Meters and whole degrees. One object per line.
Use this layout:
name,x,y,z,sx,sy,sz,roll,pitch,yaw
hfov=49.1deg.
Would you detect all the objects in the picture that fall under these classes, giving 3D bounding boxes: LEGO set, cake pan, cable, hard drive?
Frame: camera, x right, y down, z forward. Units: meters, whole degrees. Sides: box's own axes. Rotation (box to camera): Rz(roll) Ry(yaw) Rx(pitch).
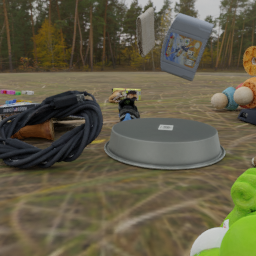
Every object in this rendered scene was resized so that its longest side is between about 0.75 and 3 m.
LEGO set,-4.846,-1.343,12.745,0.742,0.689,1.807,8,9,17
cake pan,0.833,0.230,6.556,2.779,0.510,2.779,0,14,0
cable,-1.757,0.099,5.997,2.555,0.649,2.085,-16,41,-2
hard drive,4.656,-0.313,8.915,1.369,0.429,2.029,-4,14,-16

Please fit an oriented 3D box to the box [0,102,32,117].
box,-3.768,-0.639,10.356,1.899,0.379,1.300,9,16,32

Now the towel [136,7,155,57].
towel,0.555,-2.931,8.633,0.226,1.313,0.870,18,48,23

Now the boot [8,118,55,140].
boot,-2.611,0.063,7.166,1.283,0.611,1.658,-8,7,-26

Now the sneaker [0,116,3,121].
sneaker,-4.697,-0.488,8.605,1.177,1.018,2.688,-15,19,-31

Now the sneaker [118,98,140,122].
sneaker,0.054,-0.590,9.156,0.734,0.858,2.070,2,14,0

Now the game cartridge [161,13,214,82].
game cartridge,1.888,-2.714,9.596,1.402,2.105,0.437,19,42,7

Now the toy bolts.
toy bolts,4.249,-1.639,10.753,1.730,2.382,2.494,-13,-14,-14

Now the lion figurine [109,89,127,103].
lion figurine,-0.604,-1.540,13.775,0.910,0.538,1.485,-7,15,27

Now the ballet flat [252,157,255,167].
ballet flat,2.638,0.636,5.479,0.854,0.289,0.309,-9,-4,-34

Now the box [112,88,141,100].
box,-0.101,-1.763,14.594,1.518,0.571,0.380,5,14,23

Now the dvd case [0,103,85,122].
dvd case,-2.334,-0.414,8.106,1.610,0.265,2.142,-2,-5,33

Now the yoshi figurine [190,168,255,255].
yoshi figurine,1.274,0.937,2.401,1.217,1.213,2.166,20,26,38
